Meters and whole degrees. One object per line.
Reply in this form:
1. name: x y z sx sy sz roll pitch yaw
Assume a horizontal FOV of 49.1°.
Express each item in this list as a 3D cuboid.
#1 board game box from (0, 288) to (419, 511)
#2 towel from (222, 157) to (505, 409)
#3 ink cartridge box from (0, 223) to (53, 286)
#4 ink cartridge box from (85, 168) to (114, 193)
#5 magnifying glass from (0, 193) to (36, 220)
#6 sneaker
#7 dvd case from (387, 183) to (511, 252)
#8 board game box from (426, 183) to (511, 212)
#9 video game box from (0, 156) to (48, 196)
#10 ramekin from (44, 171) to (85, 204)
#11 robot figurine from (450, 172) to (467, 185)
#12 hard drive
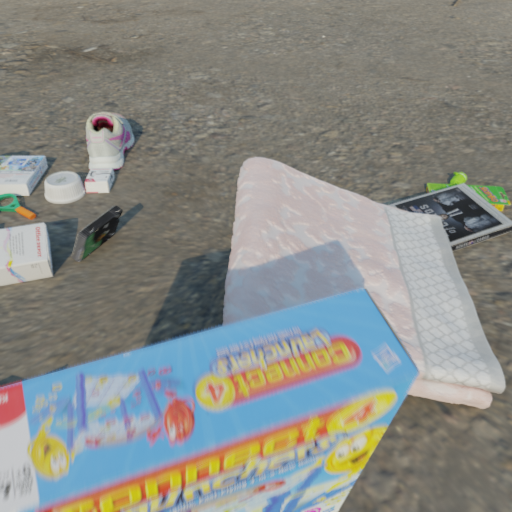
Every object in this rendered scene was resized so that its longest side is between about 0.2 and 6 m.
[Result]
1. board game box: -0.522 1.993 5.219 3.290 3.221 0.919 -14 51 -18
2. towel: 1.544 0.177 8.859 4.036 0.681 4.226 16 38 -10
3. ink cartridge box: -4.463 -0.008 10.264 1.315 0.552 0.953 -10 53 -15
4. ink cartridge box: -3.669 -1.780 13.154 0.537 0.313 0.738 -1 33 -2
5. magnifying glass: -5.283 -1.068 12.264 1.247 0.140 0.496 26 53 26
6. sneaker: -3.773 -3.215 14.450 1.049 1.138 2.579 -4 36 -6
7. dvd case: 3.980 -0.773 11.574 2.094 0.259 1.574 -16 46 -20
8. board game box: 4.741 -1.322 12.574 1.695 0.254 0.810 1 37 7
9. video game box: -5.989 -1.911 13.282 1.630 0.382 1.485 0 38 0
10. ramekin: -4.385 -1.583 12.773 0.915 0.426 0.915 0 36 0
11. robot figurine: 4.740 -1.769 13.116 0.476 0.418 0.275 -42 11 -24
12. hard drive: -3.076 -0.432 10.841 0.211 0.778 1.114 35 44 3
